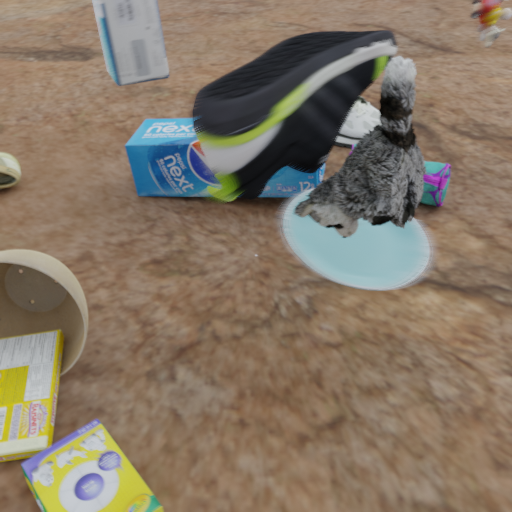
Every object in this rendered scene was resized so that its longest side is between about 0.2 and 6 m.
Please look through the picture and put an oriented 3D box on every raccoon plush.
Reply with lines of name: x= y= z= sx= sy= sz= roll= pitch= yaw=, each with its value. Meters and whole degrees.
raccoon plush: x=1.093 y=-1.097 z=6.055 sx=1.283 sy=1.916 sz=0.927 roll=12 pitch=14 yaw=36

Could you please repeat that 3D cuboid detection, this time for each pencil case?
pencil case: x=2.953 y=-1.705 z=11.805 sx=2.159 sy=0.919 sz=0.998 roll=17 pitch=1 yaw=21

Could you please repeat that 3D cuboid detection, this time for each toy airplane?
toy airplane: x=4.352 y=-4.359 z=10.285 sx=0.624 sy=0.884 sz=0.880 roll=4 pitch=32 yaw=30

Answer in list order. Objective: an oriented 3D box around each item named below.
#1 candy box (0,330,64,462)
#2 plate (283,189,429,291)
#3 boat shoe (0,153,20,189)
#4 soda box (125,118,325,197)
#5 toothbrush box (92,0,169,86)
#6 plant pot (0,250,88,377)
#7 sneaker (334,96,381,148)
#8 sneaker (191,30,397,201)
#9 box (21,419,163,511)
candy box: x=-3.173 y=1.846 z=7.572 sx=0.943 sy=0.244 sz=1.844 roll=-6 pitch=46 yaw=-5
plate: x=1.402 y=-0.249 z=7.988 sx=2.104 sy=0.269 sz=2.104 roll=7 pitch=45 yaw=-7
boat shoe: x=-6.344 y=-1.661 z=11.866 sx=2.516 sy=0.918 sz=0.792 roll=-6 pitch=33 yaw=-20
soda box: x=-0.590 y=-2.085 z=11.766 sx=3.942 sy=1.265 sz=1.337 roll=1 pitch=37 yaw=13
toothbrush box: x=-1.974 y=-3.470 z=8.571 sx=0.799 sy=1.372 sz=1.874 roll=-13 pitch=29 yaw=-13
plant pot: x=-3.338 y=0.690 z=8.089 sx=1.975 sy=1.975 sz=1.326 roll=-3 pitch=25 yaw=-4
sneaker: x=2.047 y=-3.897 z=13.863 sx=3.401 sy=1.957 sz=1.284 roll=14 pitch=40 yaw=18
sneaker: x=0.470 y=-1.587 z=6.177 sx=1.102 sy=1.272 sz=3.072 roll=20 pitch=45 yaw=41
box: x=-1.831 y=2.809 z=6.414 sx=1.043 sy=0.430 sz=1.778 roll=-28 pitch=47 yaw=-31
